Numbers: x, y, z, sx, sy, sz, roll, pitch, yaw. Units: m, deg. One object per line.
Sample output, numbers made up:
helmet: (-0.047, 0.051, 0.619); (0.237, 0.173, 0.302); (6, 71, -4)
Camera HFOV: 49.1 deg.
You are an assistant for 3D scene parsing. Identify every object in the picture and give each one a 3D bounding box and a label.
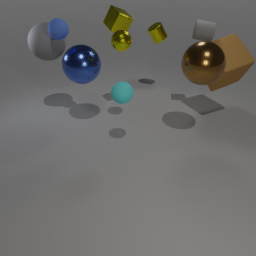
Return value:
ball: (-0.220, -2.887, 9.274); (0.700, 0.700, 0.700); (0, 30, 0)
cylinder: (2.849, -3.648, 10.524); (0.700, 0.700, 0.700); (11, 31, 1)
cylinder: (1.367, -4.398, 12.958); (0.700, 0.700, 0.700); (-24, 35, 19)
ball: (2.435, -2.095, 9.070); (1.400, 1.400, 1.400); (0, 30, 0)
ball: (-0.184, -1.111, 8.840); (0.700, 0.700, 0.700); (0, 30, 0)
cube: (-0.363, -3.940, 10.281); (0.700, 0.700, 0.700); (1, 43, -41)
cube: (3.721, -2.534, 10.940); (1.400, 1.400, 1.400); (-21, 71, -15)
ball: (-3.066, -3.270, 10.627); (1.400, 1.400, 1.400); (0, 30, 0)
ball: (-2.384, -3.386, 9.590); (0.700, 0.700, 0.700); (0, 30, 0)
ball: (-1.679, -2.301, 10.145); (1.400, 1.400, 1.400); (0, 30, 0)
